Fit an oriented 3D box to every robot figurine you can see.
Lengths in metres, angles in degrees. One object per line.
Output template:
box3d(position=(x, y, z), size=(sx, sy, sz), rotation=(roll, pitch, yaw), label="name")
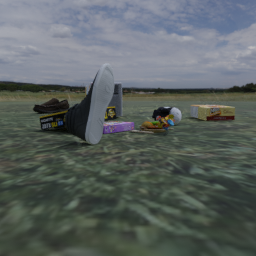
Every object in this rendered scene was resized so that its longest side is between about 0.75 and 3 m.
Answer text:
box3d(position=(1.299, -0.414, 9.325), size=(0.953, 0.595, 0.716), rotation=(4, 16, 33), label="robot figurine")

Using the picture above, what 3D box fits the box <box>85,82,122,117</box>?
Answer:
box3d(position=(-1.187, -1.297, 12.965), size=(1.356, 1.505, 2.675), rotation=(-2, 7, -13), label="box")

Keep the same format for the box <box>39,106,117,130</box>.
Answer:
box3d(position=(-1.378, -0.290, 8.042), size=(1.399, 0.432, 1.752), rotation=(-7, 2, 34), label="box")

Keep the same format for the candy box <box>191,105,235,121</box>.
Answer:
box3d(position=(3.425, -0.652, 11.547), size=(1.155, 0.553, 2.001), rotation=(0, 7, -4), label="candy box")

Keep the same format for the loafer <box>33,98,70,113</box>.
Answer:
box3d(position=(-4.270, -1.271, 15.666), size=(0.860, 0.841, 2.357), rotation=(5, 8, 34), label="loafer")

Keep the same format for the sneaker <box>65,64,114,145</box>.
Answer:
box3d(position=(-0.822, -0.536, 5.689), size=(0.818, 1.649, 0.583), rotation=(10, -6, 33), label="sneaker")

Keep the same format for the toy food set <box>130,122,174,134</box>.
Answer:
box3d(position=(0.684, -0.037, 7.635), size=(0.810, 0.236, 1.173), rotation=(5, 8, 37), label="toy food set")

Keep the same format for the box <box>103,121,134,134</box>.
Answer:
box3d(position=(-0.482, -0.031, 7.634), size=(0.768, 0.219, 1.122), rotation=(6, 9, 43), label="box")

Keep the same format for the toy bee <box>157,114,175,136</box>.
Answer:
box3d(position=(0.927, -0.166, 6.921), size=(0.503, 0.418, 0.768), rotation=(-43, 3, 12), label="toy bee")
